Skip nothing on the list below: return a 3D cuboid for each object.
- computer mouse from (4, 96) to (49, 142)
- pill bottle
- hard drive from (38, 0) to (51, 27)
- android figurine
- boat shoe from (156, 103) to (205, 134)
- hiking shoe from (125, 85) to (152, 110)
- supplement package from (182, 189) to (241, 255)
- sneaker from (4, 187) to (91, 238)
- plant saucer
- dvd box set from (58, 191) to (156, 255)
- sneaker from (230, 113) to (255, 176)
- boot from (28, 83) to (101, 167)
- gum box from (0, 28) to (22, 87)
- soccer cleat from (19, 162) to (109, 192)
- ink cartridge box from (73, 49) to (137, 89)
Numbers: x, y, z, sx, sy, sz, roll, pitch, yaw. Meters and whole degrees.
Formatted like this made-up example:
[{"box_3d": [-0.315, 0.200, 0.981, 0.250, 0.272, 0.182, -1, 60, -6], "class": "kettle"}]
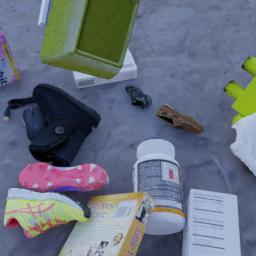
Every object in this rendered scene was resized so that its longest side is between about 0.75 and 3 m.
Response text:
[{"box_3d": [-3.274, -0.362, 8.924, 1.397, 0.458, 1.989, -11, 54, -10], "class": "computer mouse"}, {"box_3d": [0.737, 1.450, 7.086, 1.259, 1.259, 2.163, 2, 54, 1], "class": "pill bottle"}, {"box_3d": [-2.760, -4.305, 9.479, 0.205, 1.613, 1.064, 9, 9, -25], "class": "hard drive"}, {"box_3d": [4.346, -0.782, 8.196, 2.911, 2.649, 0.598, 46, 28, 24], "class": "android figurine"}, {"box_3d": [1.609, -0.179, 8.780, 1.609, 0.579, 0.547, 32, 65, 31], "class": "boat shoe"}, {"box_3d": [0.256, -1.049, 9.452, 1.115, 0.422, 0.561, 37, 58, 23], "class": "hiking shoe"}, {"box_3d": [1.839, 2.564, 6.351, 1.082, 1.124, 1.975, 7, 55, 6], "class": "supplement package"}, {"box_3d": [-1.991, 2.129, 6.759, 2.413, 0.943, 1.090, -1, 61, 25], "class": "sneaker"}, {"box_3d": [-0.703, -2.716, 7.256, 0.663, 2.770, 2.766, 23, 12, 32], "class": "plant saucer"}, {"box_3d": [-0.762, 2.708, 5.776, 0.432, 2.149, 2.937, 45, 51, -21], "class": "dvd box set"}, {"box_3d": [3.653, 0.841, 7.895, 0.936, 1.245, 2.500, 14, 62, -42], "class": "sneaker"}, {"box_3d": [-2.298, -0.105, 8.307, 2.485, 0.949, 2.088, 29, 52, 7], "class": "boot"}, {"box_3d": [-4.509, -2.392, 9.437, 1.152, 2.031, 0.672, -25, 58, -17], "class": "gum box"}, {"box_3d": [-1.729, 1.393, 7.514, 2.477, 0.947, 0.826, -5, 59, 16], "class": "soccer cleat"}, {"box_3d": [-0.984, -2.503, 10.468, 2.246, 0.502, 1.979, -11, 55, -9], "class": "ink cartridge box"}]
